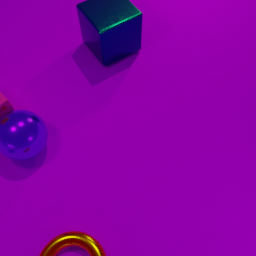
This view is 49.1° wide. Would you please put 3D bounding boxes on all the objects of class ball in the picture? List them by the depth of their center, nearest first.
[{"bbox_3d":[-2.487,0.162,6.534,1.192,1.192,1.192,0,63,0],"label":"ball"}]

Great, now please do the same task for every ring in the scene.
[{"bbox_3d":[-1.139,2.862,5.636,1.500,0.300,1.500,-2,63,3],"label":"ring"}]

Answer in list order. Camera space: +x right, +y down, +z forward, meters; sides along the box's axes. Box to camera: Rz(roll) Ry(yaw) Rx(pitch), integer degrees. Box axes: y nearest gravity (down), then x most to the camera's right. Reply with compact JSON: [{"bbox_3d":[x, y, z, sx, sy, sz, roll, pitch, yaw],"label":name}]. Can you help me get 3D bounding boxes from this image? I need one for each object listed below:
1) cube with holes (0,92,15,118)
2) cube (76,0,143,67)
[{"bbox_3d":[-3.514,-0.393,6.844,1.113,1.113,1.113,41,70,18],"label":"cube with holes"},{"bbox_3d":[-0.496,-2.809,7.896,1.314,1.314,1.314,-30,65,-15],"label":"cube"}]
